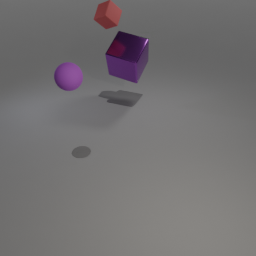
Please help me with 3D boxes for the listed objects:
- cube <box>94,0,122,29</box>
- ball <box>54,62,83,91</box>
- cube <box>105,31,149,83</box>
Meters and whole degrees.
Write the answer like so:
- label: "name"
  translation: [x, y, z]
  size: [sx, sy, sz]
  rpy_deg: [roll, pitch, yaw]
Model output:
- label: "cube"
  translation: [-0.778, -4.373, 10.842]
  size: [0.700, 0.700, 0.700]
  rpy_deg: [4, -16, 44]
- label: "ball"
  translation: [-1.467, -1.266, 6.918]
  size: [0.700, 0.700, 0.700]
  rpy_deg: [0, 29, 0]
- label: "cube"
  translation: [0.000, -3.035, 12.068]
  size: [1.400, 1.400, 1.400]
  rpy_deg: [20, 66, 12]
